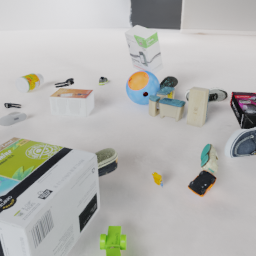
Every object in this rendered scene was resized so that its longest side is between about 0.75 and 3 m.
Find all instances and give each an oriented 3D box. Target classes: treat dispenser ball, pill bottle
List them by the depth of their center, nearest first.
[{"bbox_3d":[0.686,-1.867,12.974,1.581,1.581,1.581,0,25,0],"label":"treat dispenser ball"},{"bbox_3d":[-5.286,-2.504,15.229,0.844,0.844,1.519,9,26,19],"label":"pill bottle"}]

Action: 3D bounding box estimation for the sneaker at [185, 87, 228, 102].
[{"bbox_3d":[3.710,-1.437,13.263,1.944,0.719,0.771,-2,34,11],"label":"sneaker"}]

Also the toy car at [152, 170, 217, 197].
[{"bbox_3d":[1.462,1.365,7.317,1.540,0.512,0.755,16,50,26],"label":"toy car"}]

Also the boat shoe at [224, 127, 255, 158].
[{"bbox_3d":[4.120,0.492,8.772,2.383,0.843,1.082,-16,25,-34],"label":"boat shoe"}]

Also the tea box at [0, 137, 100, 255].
[{"bbox_3d":[-2.128,1.516,5.723,2.324,1.578,2.362,8,26,19],"label":"tea box"}]

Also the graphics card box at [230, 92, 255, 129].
[{"bbox_3d":[5.396,-0.729,11.556,1.845,0.748,2.942,5,26,9],"label":"graphics card box"}]

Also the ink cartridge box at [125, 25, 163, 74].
[{"bbox_3d":[0.774,-3.622,13.169,0.825,1.964,1.429,-38,47,-20],"label":"ink cartridge box"}]

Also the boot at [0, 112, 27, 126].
[{"bbox_3d":[-4.751,-0.379,11.281,0.572,0.441,1.198,11,19,37],"label":"boot"}]

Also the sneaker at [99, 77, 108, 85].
[{"bbox_3d":[-1.435,-2.828,16.420,0.394,0.432,1.067,4,25,9],"label":"sneaker"}]

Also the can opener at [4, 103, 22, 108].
[{"bbox_3d":[-5.261,-1.036,12.790,0.808,0.256,0.318,2,24,5],"label":"can opener"}]

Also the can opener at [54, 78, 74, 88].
[{"bbox_3d":[-2.884,-1.998,12.712,0.946,0.300,0.372,-17,23,6],"label":"can opener"}]

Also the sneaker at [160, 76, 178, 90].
[{"bbox_3d":[1.906,-1.986,14.403,2.263,0.853,0.897,-28,49,-34],"label":"sneaker"}]

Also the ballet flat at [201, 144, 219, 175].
[{"bbox_3d":[2.439,0.951,8.318,0.493,0.533,1.580,38,26,3],"label":"ballet flat"}]

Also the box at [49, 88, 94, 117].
[{"bbox_3d":[-2.412,-1.138,12.286,1.616,0.860,1.231,3,25,8],"label":"box"}]

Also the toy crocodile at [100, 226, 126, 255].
[{"bbox_3d":[-0.272,2.409,5.244,0.523,0.478,1.549,-1,21,-3],"label":"toy crocodile"}]

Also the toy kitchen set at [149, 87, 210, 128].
[{"bbox_3d":[2.304,-1.293,11.885,2.517,1.483,2.016,15,29,28],"label":"toy kitchen set"}]

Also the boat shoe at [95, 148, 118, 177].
[{"bbox_3d":[-1.177,1.201,7.601,2.016,0.628,0.752,-22,36,-10],"label":"boat shoe"}]
